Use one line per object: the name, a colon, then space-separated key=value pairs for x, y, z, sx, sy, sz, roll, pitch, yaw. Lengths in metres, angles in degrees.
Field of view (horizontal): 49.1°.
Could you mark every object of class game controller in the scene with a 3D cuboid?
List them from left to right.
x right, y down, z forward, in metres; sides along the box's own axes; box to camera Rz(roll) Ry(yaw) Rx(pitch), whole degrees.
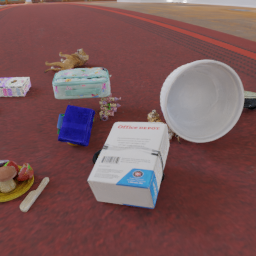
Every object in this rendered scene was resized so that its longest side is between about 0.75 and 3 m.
game controller: x=-0.057 y=1.212 z=8.882 sx=1.285 sy=0.519 sz=2.463 roll=-36 pitch=44 yaw=-24

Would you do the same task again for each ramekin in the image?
ramekin: x=2.454 y=-1.014 z=9.890 sx=2.785 sy=2.785 sz=1.462 roll=-4 pitch=17 yaw=-7

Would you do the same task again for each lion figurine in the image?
lion figurine: x=-3.664 y=-3.887 z=16.991 sx=1.703 sy=1.008 sz=2.780 roll=18 pitch=48 yaw=14
lion figurine: x=1.394 y=-0.024 z=10.706 sx=1.610 sy=0.583 sz=0.986 roll=34 pitch=29 yaw=5

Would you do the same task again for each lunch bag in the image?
lunch bag: x=-1.856 y=-1.866 z=11.623 sx=2.385 sy=0.919 sz=1.912 roll=-5 pitch=26 yaw=-3

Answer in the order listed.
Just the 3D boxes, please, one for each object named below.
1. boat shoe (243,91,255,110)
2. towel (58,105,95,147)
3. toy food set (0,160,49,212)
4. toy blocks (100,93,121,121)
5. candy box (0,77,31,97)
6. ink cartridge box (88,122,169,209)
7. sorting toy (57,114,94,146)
boat shoe: x=5.563 y=-1.213 z=12.583 sx=2.373 sy=0.739 sz=0.885 roll=-2 pitch=21 yaw=-35
towel: x=-1.547 y=-0.103 z=8.537 sx=0.926 sy=0.311 sz=1.254 roll=12 pitch=62 yaw=-6
toy food set: x=-3.661 y=1.324 z=8.203 sx=2.580 sy=0.843 sz=1.518 roll=12 pitch=33 yaw=19
toy blocks: x=-0.720 y=-0.882 z=11.830 sx=0.828 sy=0.919 sz=0.984 roll=3 pitch=29 yaw=4
candy box: x=-5.877 y=-2.082 z=14.149 sx=1.568 sy=0.561 sz=1.316 roll=-1 pitch=31 yaw=-1
ink cartridge box: x=0.140 y=0.940 z=7.966 sx=1.701 sy=0.982 sz=2.330 roll=2 pitch=42 yaw=21
sorting toy: x=-2.040 y=0.032 z=10.574 sx=1.267 sy=0.865 sz=2.108 roll=15 pitch=19 yaw=-5
